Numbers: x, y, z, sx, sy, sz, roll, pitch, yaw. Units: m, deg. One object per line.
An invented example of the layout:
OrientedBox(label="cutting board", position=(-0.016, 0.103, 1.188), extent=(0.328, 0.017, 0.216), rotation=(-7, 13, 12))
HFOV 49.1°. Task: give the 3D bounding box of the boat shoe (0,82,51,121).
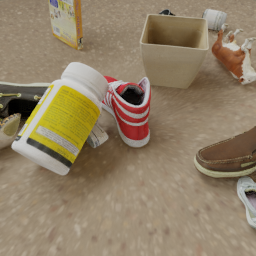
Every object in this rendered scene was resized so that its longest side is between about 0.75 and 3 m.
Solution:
OrientedBox(label="boat shoe", position=(-3.221, -0.663, 7.738), extent=(2.897, 1.033, 0.872), rotation=(-6, 43, -9))

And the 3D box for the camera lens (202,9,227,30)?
OrientedBox(label="camera lens", position=(3.523, -4.453, 11.536), extent=(0.909, 0.727, 0.727), rotation=(20, 50, 18))

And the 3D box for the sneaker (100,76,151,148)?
OrientedBox(label="sneaker", position=(-0.198, -0.992, 7.641), extent=(1.029, 1.624, 2.888), rotation=(-19, 50, -17))

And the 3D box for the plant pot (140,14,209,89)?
OrientedBox(label="plant pot", position=(1.389, -2.323, 8.876), extent=(1.897, 1.680, 1.895), rotation=(8, 47, 6))

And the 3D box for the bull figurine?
OrientedBox(label="bull figurine", position=(3.522, -2.417, 9.133), extent=(0.720, 1.342, 2.211), rotation=(-3, 40, -27))

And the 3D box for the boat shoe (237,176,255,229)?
OrientedBox(label="boat shoe", position=(2.708, 1.516, 6.049), extent=(0.488, 0.424, 1.323), rotation=(6, 37, 6))

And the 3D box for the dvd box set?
OrientedBox(label="dvd box set", position=(-2.302, -4.196, 10.252), extent=(1.641, 2.243, 0.330), rotation=(36, 52, 29))

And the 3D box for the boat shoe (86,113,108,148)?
OrientedBox(label="boat shoe", position=(-1.042, -0.202, 7.616), extent=(0.685, 0.594, 1.607), rotation=(-28, 55, -24))

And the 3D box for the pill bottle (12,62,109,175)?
OrientedBox(label="pill bottle", position=(-1.485, -0.252, 6.633), extent=(1.387, 1.387, 2.426), rotation=(21, 72, 19))

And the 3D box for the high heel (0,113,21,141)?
OrientedBox(label="high heel", position=(-3.526, 0.059, 7.153), extent=(1.076, 0.539, 1.510), rotation=(14, 52, 18))

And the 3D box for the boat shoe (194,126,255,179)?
OrientedBox(label="boat shoe", position=(2.964, 0.353, 6.651), extent=(2.920, 1.080, 1.079), rotation=(-10, 34, -13))

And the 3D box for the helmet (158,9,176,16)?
OrientedBox(label="helmet", position=(1.498, -3.382, 10.074), extent=(1.416, 1.416, 1.350), rotation=(0, 69, 0))
